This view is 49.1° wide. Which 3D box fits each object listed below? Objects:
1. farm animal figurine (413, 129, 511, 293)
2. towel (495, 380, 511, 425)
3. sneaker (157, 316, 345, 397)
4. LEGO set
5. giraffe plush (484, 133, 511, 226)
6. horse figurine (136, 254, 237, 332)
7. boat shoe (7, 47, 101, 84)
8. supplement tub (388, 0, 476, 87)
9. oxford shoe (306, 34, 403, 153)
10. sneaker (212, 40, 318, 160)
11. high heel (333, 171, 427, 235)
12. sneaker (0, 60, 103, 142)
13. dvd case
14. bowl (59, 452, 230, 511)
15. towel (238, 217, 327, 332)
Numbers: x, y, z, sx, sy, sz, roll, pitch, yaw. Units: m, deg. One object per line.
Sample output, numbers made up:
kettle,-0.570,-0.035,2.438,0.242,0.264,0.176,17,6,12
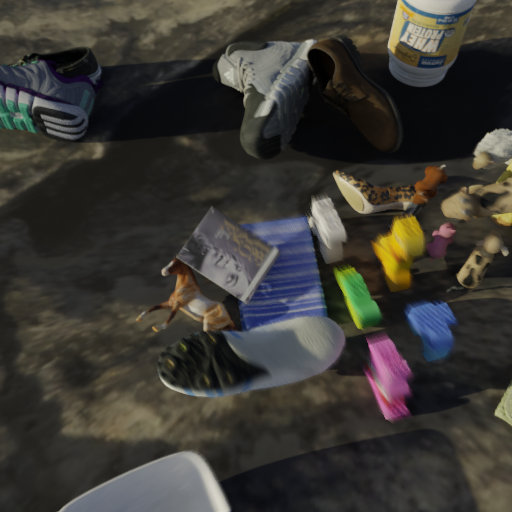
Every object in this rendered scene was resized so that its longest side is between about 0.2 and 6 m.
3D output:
farm animal figurine,3.335,-0.635,8.358,1.942,1.024,1.964,-29,89,17
towel,4.155,1.934,7.864,1.145,0.281,1.543,30,62,17
sneaker,-0.047,1.430,7.627,2.586,0.937,0.929,-7,61,-17
LEGO set,1.923,0.329,8.136,1.325,1.426,3.474,-15,59,-6
giraffe plush,4.959,-1.295,9.138,1.765,1.878,2.177,-18,75,-25
horse figurine,-0.903,0.901,8.344,1.744,0.435,1.156,35,58,11
boat shoe,-4.356,-3.733,11.230,2.375,0.672,0.815,-12,58,-7
supplement tub,3.369,-4.459,10.946,1.396,1.930,1.396,0,57,1
oxford shoe,1.706,-2.845,10.207,1.056,0.909,2.501,-25,75,-34
sneaker,-0.097,-3.084,10.620,1.936,1.258,3.353,15,48,15
high heel,2.162,-1.188,9.638,1.557,0.556,1.110,41,72,5
sneaker,-4.573,-3.190,10.633,3.181,1.184,1.392,17,62,-1
dvd case,-0.411,-0.014,8.567,1.296,0.104,0.964,34,81,3
bowl,-1.165,3.561,6.536,1.992,0.745,1.995,-21,61,-13
towel,0.328,0.272,8.783,1.337,0.220,1.846,-7,67,-6
